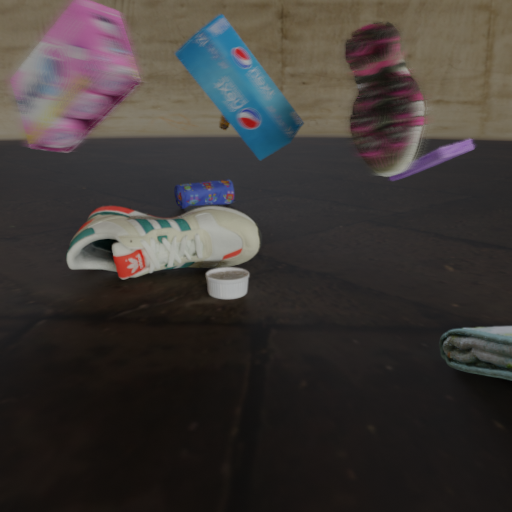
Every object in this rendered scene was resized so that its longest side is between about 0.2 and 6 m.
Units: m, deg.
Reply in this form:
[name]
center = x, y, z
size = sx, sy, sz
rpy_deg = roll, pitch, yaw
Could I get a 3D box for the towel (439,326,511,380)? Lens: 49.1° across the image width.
[towel]
center = 3.200, 1.046, 5.887
size = 1.767, 0.497, 2.064
rpy_deg = 1, -2, -9

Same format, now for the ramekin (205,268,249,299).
[ramekin]
center = -0.462, 0.443, 9.002
size = 0.701, 0.342, 0.701
rpy_deg = 0, 15, 0

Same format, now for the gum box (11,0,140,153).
[gum box]
center = -3.068, -3.000, 9.497
size = 2.468, 1.401, 0.816
rpy_deg = -29, -15, 36

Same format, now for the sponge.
[sponge]
center = 3.246, -1.781, 10.522
size = 0.824, 0.220, 1.476
rpy_deg = -20, 0, -27

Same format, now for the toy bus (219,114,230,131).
[toy bus]
center = -0.806, -3.609, 14.901
size = 0.241, 0.200, 0.615
rpy_deg = 20, 49, -16

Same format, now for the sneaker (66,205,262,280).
[sneaker]
center = -1.663, -0.074, 9.806
size = 3.434, 1.209, 1.606
rpy_deg = 4, 31, 12

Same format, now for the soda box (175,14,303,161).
[soda box]
center = -0.348, -3.890, 13.123
size = 1.075, 3.171, 1.017
rpy_deg = -24, 24, 41

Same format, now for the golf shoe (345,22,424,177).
[golf shoe]
center = 2.480, -2.719, 10.374
size = 1.263, 1.602, 3.479
rpy_deg = -12, 53, 23

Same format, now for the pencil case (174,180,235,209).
[pencil case]
center = -1.496, -1.784, 16.296
size = 1.770, 0.769, 0.691
rpy_deg = -9, 53, -26
